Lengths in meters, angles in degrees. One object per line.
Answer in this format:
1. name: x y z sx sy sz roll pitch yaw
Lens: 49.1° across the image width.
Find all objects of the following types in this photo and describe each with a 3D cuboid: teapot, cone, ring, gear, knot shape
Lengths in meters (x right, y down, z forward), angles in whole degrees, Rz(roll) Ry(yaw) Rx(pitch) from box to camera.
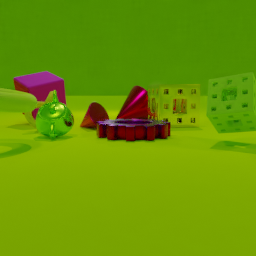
1. teapot: -1.818 -0.300 6.910 0.943 0.742 1.516 -4 45 -6
2. cone: 0.060 -0.658 10.991 1.513 1.507 1.507 -34 23 -25
3. ring: -2.769 -0.616 5.627 1.812 0.362 1.812 9 7 -1
4. gear: 0.136 0.015 7.178 1.865 0.345 1.865 0 7 0
5. cone: -1.187 -0.206 8.610 0.893 0.890 0.890 -27 -8 31
6. knot shape: -2.314 -0.417 8.038 0.535 1.159 1.084 29 -19 28

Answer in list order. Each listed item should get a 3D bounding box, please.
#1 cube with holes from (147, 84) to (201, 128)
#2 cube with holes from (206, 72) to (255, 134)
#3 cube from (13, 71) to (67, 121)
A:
1. cube with holes: 1.465 -0.752 9.260 1.335 1.335 1.335 -1 7 -11
2. cube with holes: 2.282 -0.495 5.994 0.894 0.894 0.894 -5 -28 33
3. cube: -3.010 -1.110 9.674 1.270 1.270 1.270 -21 35 -35
